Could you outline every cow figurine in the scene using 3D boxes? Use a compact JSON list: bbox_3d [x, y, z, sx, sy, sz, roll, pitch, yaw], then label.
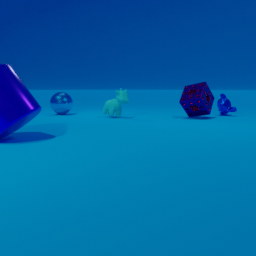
[{"bbox_3d":[-0.476,-0.997,10.997,0.634,1.136,1.155,11,3,-39],"label":"cow figurine"}]

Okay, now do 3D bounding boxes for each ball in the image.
[{"bbox_3d":[-2.895,-1.079,12.194,0.975,0.975,0.975,0,9,0],"label":"ball"}]

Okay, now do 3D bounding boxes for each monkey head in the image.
[{"bbox_3d":[4.147,-0.939,11.712,0.802,0.672,1.115,-1,-32,32],"label":"monkey head"}]

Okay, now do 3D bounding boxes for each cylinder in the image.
[{"bbox_3d":[-2.860,-0.582,6.379,1.261,1.261,1.261,-36,5,4],"label":"cylinder"}]

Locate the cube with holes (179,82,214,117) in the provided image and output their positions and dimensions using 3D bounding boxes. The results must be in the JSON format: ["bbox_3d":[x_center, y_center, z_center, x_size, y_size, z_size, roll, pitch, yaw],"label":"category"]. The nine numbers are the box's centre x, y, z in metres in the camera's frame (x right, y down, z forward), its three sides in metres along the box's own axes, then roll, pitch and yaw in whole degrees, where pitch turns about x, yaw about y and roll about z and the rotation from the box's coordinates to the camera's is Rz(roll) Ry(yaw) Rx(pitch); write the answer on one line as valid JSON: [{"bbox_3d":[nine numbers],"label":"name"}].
[{"bbox_3d":[2.644,-1.073,10.710,0.886,0.886,0.886,-7,46,40],"label":"cube with holes"}]
